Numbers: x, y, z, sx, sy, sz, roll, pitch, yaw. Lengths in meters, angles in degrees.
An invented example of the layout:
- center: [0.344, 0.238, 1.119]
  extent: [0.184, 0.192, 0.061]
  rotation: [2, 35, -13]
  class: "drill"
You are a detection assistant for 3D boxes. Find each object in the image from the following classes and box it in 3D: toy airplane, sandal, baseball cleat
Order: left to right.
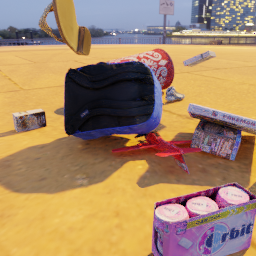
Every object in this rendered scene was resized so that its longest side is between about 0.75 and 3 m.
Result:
- center: [-1.172, -1.701, 4.752]
  extent: [0.646, 0.720, 1.964]
  rotation: [6, -3, 7]
  class: "sandal"
- center: [0.815, 0.433, 6.727]
  extent: [2.358, 0.434, 2.358]
  rotation: [0, 17, 0]
  class: "toy airplane"
- center: [1.990, -1.436, 11.614]
  extent: [0.413, 0.630, 1.184]
  rotation: [11, 20, 42]
  class: "baseball cleat"

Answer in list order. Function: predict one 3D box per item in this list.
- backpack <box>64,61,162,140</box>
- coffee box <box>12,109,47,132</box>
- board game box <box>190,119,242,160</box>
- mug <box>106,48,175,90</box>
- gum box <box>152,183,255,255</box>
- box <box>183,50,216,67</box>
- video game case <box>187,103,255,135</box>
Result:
- center: [-0.247, -0.720, 7.356]
  extent: [2.343, 1.904, 1.966]
  rotation: [-8, -9, 19]
  class: "backpack"
- center: [-2.989, -0.244, 8.541]
  extent: [0.897, 0.513, 0.358]
  rotation: [-15, 25, -33]
  class: "coffee box"
- center: [2.189, 0.261, 6.931]
  extent: [1.062, 0.514, 0.847]
  rotation: [17, 24, 17]
  class: "board game box"
- center: [0.285, -2.191, 12.730]
  extent: [2.909, 2.583, 1.941]
  rotation: [-20, 64, -33]
  class: "mug"
- center: [0.998, 1.335, 3.800]
  extent: [1.442, 0.818, 0.477]
  rotation: [-8, 22, -21]
  class: "gum box"
- center: [2.527, -2.425, 9.859]
  extent: [0.958, 0.197, 0.747]
  rotation: [-19, -3, 35]
  class: "box"
- center: [2.552, -0.190, 7.247]
  extent: [1.954, 0.246, 2.145]
  rotation: [17, 3, 14]
  class: "video game case"
